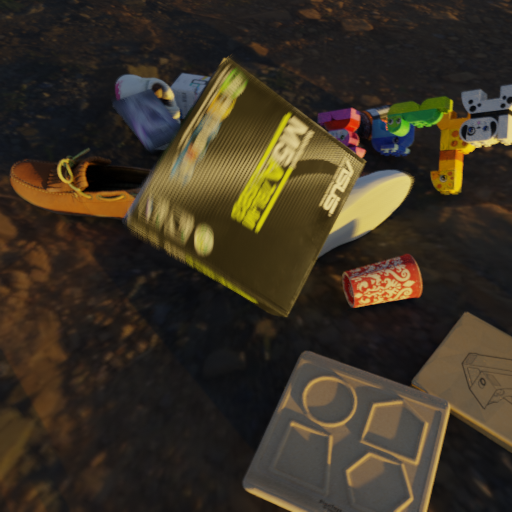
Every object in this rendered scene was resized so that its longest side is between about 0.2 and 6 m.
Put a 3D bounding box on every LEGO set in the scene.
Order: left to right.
[{"bbox_3d":[3.219,-2.044,10.871,3.971,1.629,1.515,3,0,42],"label":"LEGO set"}]

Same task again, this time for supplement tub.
[{"bbox_3d":[2.605,-2.959,12.459,1.141,0.610,0.610,-19,47,-17],"label":"supplement tub"}]

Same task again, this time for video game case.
[{"bbox_3d":[-2.058,-2.644,10.833,0.892,0.118,1.249,-31,75,-30],"label":"video game case"}]

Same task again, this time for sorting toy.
[{"bbox_3d":[1.196,2.397,7.103,2.090,0.412,2.258,17,46,17],"label":"sorting toy"}]

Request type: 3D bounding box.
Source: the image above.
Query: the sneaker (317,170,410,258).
[{"bbox_3d":[0.988,-1.066,10.032,3.376,1.244,1.951,-27,54,-23],"label":"sneaker"}]

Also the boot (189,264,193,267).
[{"bbox_3d":[-0.987,-0.537,8.921,0.599,1.705,1.247,2,12,-2],"label":"boot"}]

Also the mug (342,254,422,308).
[{"bbox_3d":[1.973,0.454,9.048,1.084,0.962,0.723,-13,82,-7],"label":"mug"}]

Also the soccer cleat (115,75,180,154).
[{"bbox_3d":[-2.320,-3.499,12.402,1.062,1.313,3.041,-6,45,-29],"label":"soccer cleat"}]

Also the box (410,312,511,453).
[{"bbox_3d":[3.471,1.834,7.820,2.049,0.218,1.675,32,53,28],"label":"box"}]

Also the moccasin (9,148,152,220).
[{"bbox_3d":[-3.023,-1.352,10.319,3.304,1.275,1.208,15,46,15],"label":"moccasin"}]

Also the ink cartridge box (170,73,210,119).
[{"bbox_3d":[-1.334,-3.664,13.049,1.069,0.785,0.781,12,45,11],"label":"ink cartridge box"}]

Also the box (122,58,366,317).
[{"bbox_3d":[-0.081,-0.947,8.144,2.680,0.659,2.775,33,76,-15],"label":"box"}]
